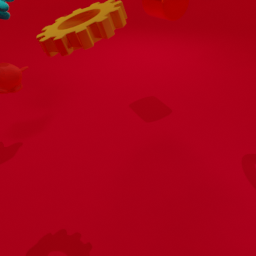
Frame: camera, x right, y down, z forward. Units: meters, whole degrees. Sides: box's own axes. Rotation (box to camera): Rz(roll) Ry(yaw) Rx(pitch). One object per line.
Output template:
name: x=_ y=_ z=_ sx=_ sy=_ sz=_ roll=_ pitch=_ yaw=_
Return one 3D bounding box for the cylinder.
cylinder: x=1.140 y=-3.919 z=8.596 sx=1.059 sy=1.059 sz=1.059 roll=-20 pitch=35 yaw=-25

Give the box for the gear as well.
gear: x=-0.699 y=-1.541 z=4.267 sx=1.361 sy=0.252 sz=1.361 roll=-15 pitch=36 yaw=11

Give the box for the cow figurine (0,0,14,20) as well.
cow figurine: x=-3.310 y=-3.200 z=6.486 sx=1.245 sy=0.694 sz=1.265 roll=10 pitch=71 yaw=-15

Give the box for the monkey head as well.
monkey head: x=-3.130 y=-1.251 z=7.049 sx=0.894 sy=0.749 sz=1.243 roll=8 pitch=17 yaw=44
